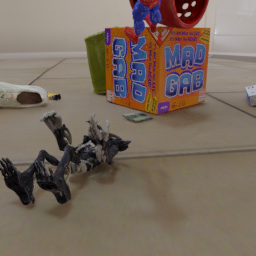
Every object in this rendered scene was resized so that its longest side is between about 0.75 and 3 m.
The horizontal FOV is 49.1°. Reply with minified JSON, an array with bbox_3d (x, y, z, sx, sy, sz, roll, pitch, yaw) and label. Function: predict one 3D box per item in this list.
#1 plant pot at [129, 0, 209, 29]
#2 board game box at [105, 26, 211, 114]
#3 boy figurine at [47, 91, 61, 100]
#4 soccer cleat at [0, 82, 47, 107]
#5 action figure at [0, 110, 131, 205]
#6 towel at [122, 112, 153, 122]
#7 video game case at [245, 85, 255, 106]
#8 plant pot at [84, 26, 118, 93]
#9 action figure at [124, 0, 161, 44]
[{"bbox_3d":[1.171,-4.013,8.193,2.017,2.017,1.836,-17,30,-42],"label":"plant pot"},{"bbox_3d":[1.064,-2.346,10.651,2.792,2.795,2.793,-16,24,-39],"label":"board game box"},{"bbox_3d":[-3.136,-1.362,11.763,0.517,0.268,0.832,-19,29,-39],"label":"boy figurine"},{"bbox_3d":[-4.376,-1.189,10.267,2.729,0.946,1.059,-2,21,-16],"label":"soccer cleat"},{"bbox_3d":[-0.928,0.301,5.162,1.526,1.310,2.568,-4,17,25],"label":"action figure"},{"bbox_3d":[0.296,-0.333,8.930,0.757,0.131,0.729,-11,24,-35],"label":"towel"},{"bbox_3d":[5.646,-1.438,10.962,1.802,0.452,1.988,-12,14,22],"label":"video game case"},{"bbox_3d":[-0.800,-3.184,12.719,2.515,2.421,2.515,-17,20,6],"label":"plant pot"},{"bbox_3d":[0.130,-1.894,3.744,0.641,0.973,1.966,-34,4,-4],"label":"action figure"}]
